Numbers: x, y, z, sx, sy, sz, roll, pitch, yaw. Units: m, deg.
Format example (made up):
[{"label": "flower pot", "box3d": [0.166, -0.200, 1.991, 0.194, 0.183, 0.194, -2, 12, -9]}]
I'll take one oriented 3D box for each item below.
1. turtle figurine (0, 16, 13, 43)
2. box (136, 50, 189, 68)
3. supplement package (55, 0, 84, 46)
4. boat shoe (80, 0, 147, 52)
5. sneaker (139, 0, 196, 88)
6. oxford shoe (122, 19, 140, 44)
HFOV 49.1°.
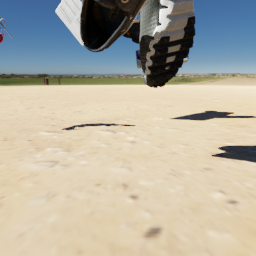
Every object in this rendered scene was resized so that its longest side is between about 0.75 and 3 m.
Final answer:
[{"label": "turtle figurine", "box3d": [-3.949, -2.477, 7.029, 1.896, 1.420, 0.955, 39, -17, -11]}, {"label": "box", "box3d": [1.087, -2.324, 9.089, 1.656, 0.532, 0.580, -6, 4, 3]}, {"label": "supplement package", "box3d": [-1.091, -3.562, 8.756, 0.956, 1.343, 1.724, -36, 4, 40]}, {"label": "boat shoe", "box3d": [-0.152, -1.712, 3.311, 0.887, 0.841, 2.538, 35, -21, -9]}, {"label": "sneaker", "box3d": [0.510, -1.958, 4.559, 0.870, 2.617, 1.184, -17, 44, -26]}, {"label": "oxford shoe", "box3d": [0.104, -3.568, 9.924, 1.629, 0.688, 0.592, 41, -13, 29]}]
